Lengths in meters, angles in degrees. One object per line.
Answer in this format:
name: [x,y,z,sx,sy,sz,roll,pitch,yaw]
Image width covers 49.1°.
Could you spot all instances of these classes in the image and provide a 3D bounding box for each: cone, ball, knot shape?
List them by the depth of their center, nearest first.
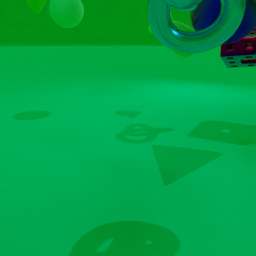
knot shape: [0.619,-1.830,3.171,1.682,1.798,0.831,2,16,-35]
cone: [1.933,-2.685,5.507,1.526,1.526,1.532,6,-4,18]
knot shape: [1.106,-2.496,7.180,1.473,0.681,1.378,50,27,15]
ball: [-1.944,-3.750,8.885,1.071,1.071,1.071,0,18,0]

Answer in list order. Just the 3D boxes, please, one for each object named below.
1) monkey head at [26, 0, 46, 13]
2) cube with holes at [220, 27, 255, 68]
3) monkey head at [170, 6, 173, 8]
monkey head: [-1.643,-2.574,4.585,1.073,1.281,1.781,-14,63,-51]
cube with holes: [3.232,-2.399,7.325,1.321,1.321,1.321,3,0,27]
monkey head: [1.105,-4.236,9.007,0.749,0.894,1.243,-5,59,1]
